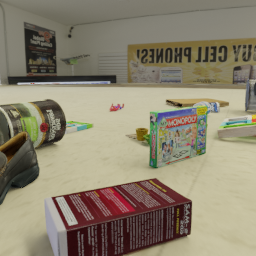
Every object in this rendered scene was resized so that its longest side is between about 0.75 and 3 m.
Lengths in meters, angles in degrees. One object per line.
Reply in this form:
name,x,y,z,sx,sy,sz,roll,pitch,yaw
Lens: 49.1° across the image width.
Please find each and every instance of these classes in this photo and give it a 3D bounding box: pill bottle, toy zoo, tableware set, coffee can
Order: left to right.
coffee can,-2.252,-0.045,6.138,1.063,1.063,1.453,7,14,33
toy zoo,-1.833,-0.024,8.411,0.930,0.145,1.417,7,13,32
tableware set,1.167,0.065,7.464,2.242,0.344,1.511,-6,13,-30
pill bottle,2.944,-0.748,11.056,0.572,0.572,1.020,6,11,30
toy zoo,3.502,-0.134,7.909,1.622,0.253,2.472,-7,7,26

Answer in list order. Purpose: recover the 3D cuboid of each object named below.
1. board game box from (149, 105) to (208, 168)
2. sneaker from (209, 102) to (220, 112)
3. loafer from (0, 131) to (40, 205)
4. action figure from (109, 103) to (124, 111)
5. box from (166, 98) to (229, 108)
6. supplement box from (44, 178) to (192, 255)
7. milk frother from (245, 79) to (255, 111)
board game box,1.008,0.121,5.412,1.505,1.013,0.219,-10,15,-40
sneaker,3.655,-0.895,12.426,0.739,0.407,1.009,-8,14,13
loafer,-1.898,0.587,3.705,0.750,0.744,2.059,3,12,8
action figure,-0.553,-0.968,12.903,0.430,0.340,1.316,6,15,16
box,3.583,-1.327,14.759,2.601,0.277,2.126,-2,12,-14
supplement box,-0.107,0.914,2.891,1.359,0.414,0.739,-6,12,-24
milk frother,6.301,-2.003,11.863,2.304,2.450,2.211,4,-31,17
